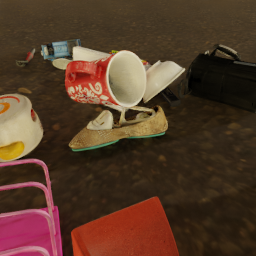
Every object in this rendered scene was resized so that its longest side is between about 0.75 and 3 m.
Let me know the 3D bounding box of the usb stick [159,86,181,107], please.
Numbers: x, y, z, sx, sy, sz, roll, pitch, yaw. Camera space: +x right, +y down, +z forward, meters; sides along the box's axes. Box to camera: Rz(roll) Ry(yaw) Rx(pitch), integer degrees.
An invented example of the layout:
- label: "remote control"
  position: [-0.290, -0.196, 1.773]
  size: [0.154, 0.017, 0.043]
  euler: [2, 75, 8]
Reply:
- label: "usb stick"
  position: [1.485, -1.274, 10.603]
  size: [0.462, 0.272, 1.668]
  euler: [-15, 36, -9]

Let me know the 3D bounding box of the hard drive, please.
- label: "hard drive"
  position: [-0.988, -1.760, 9.801]
  size: [0.348, 1.748, 2.650]
  euler: [-22, 35, -39]

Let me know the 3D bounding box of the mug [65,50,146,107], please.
- label: "mug"
  position: [-0.893, -1.524, 8.181]
  size: [2.238, 1.987, 1.493]
  euler: [5, 56, 47]

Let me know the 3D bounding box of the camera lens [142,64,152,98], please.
- label: "camera lens"
  position: [0.395, -1.668, 10.384]
  size: [1.449, 1.159, 1.159]
  euler: [-19, 38, -24]

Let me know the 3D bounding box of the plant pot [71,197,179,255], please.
- label: "plant pot"
  position: [0.063, 2.205, 4.365]
  size: [1.471, 1.472, 1.297]
  euler: [-16, 47, -22]

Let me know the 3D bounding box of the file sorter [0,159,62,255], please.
- label: "file sorter"
  position: [-2.044, 1.961, 4.406]
  size: [1.838, 1.659, 2.645]
  euler: [-8, 34, -13]

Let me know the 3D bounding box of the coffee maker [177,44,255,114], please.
- label: "coffee maker"
  position: [3.537, -1.508, 9.966]
  size: [2.646, 1.782, 2.541]
  euler: [20, 63, 30]

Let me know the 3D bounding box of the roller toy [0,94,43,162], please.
- label: "roller toy"
  position: [-3.272, 0.020, 7.652]
  size: [1.890, 1.321, 1.724]
  euler: [10, 43, 28]

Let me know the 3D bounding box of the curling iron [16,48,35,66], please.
- label: "curling iron"
  position: [-5.084, -3.666, 14.192]
  size: [0.612, 0.315, 2.469]
  euler: [-1, 33, -1]

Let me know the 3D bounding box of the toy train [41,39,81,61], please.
- label: "toy train"
  position: [-3.223, -3.827, 13.702]
  size: [1.992, 0.864, 1.138]
  euler: [-11, 8, -17]

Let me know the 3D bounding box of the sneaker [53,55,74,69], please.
- label: "sneaker"
  position: [-2.894, -3.138, 13.275]
  size: [1.415, 0.500, 0.702]
  euler: [-10, 32, -24]

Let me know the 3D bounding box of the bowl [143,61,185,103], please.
- label: "bowl"
  position: [0.909, -1.568, 8.759]
  size: [0.738, 1.642, 1.642]
  euler: [50, 43, -3]

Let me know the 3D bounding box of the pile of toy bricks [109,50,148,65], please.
- label: "pile of toy bricks"
  position: [-0.541, -2.256, 10.952]
  size: [2.564, 1.423, 1.266]
  euler: [7, 19, -14]

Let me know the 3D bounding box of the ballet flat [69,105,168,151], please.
- label: "ballet flat"
  position: [-0.274, -0.105, 8.096]
  size: [2.989, 0.976, 1.054]
  euler: [-12, 18, -20]
